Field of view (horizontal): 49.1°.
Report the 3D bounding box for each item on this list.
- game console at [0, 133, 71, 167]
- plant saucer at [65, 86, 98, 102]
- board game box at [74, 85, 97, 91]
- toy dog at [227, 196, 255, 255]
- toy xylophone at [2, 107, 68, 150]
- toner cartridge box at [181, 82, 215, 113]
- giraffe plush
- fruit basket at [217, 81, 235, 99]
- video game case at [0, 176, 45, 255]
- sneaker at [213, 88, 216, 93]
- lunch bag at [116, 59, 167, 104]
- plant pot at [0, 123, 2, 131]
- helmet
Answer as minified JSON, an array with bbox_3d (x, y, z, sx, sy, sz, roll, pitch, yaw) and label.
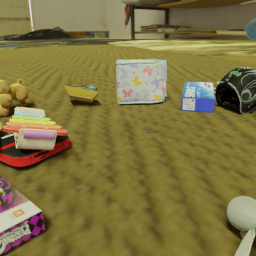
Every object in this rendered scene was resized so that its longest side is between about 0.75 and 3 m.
[{"bbox_3d":[-2.723,0.457,7.583,1.733,0.304,1.959,10,19,27],"label":"game console"},{"bbox_3d":[-1.926,-1.340,11.477,1.335,0.323,1.335,9,-4,-10],"label":"plant saucer"},{"bbox_3d":[-2.247,-1.918,13.816,1.234,0.174,0.835,-11,24,-26],"label":"board game box"},{"bbox_3d":[2.135,1.855,3.533,1.694,1.237,2.569,-2,8,15],"label":"toy dog"},{"bbox_3d":[-2.650,0.006,7.164,1.703,0.584,2.326,2,16,-34],"label":"toy xylophone"},{"bbox_3d":[2.964,-1.376,11.885,1.266,0.575,2.665,6,23,12],"label":"toner cartridge box"},{"bbox_3d":[-4.496,-1.291,10.781,1.400,1.489,1.726,-6,37,-47],"label":"giraffe plush"},{"bbox_3d":[4.633,-1.662,12.226,1.362,0.639,1.262,4,43,8],"label":"fruit basket"},{"bbox_3d":[-3.286,1.542,4.719,2.844,0.509,2.578,20,29,40],"label":"video game case"},{"bbox_3d":[4.639,-1.819,13.010,1.381,0.588,0.532,9,23,22],"label":"sneaker"},{"bbox_3d":[0.573,-1.972,11.809,2.097,1.778,1.333,-2,21,2],"label":"lunch bag"},{"bbox_3d":[-4.974,0.236,8.242,2.383,0.327,2.383,1,21,0],"label":"plant pot"},{"bbox_3d":[4.471,-1.479,10.900,1.705,1.789,1.789,-28,31,-18],"label":"helmet"}]
